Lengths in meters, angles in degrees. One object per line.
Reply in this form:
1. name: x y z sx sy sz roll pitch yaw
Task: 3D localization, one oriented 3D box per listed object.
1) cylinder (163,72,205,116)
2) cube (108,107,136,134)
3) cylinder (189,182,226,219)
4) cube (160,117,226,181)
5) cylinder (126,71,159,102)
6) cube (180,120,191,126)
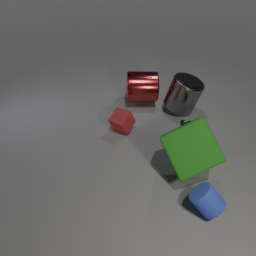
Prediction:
1. cylinder: 2.443 -1.493 12.339 1.400 1.400 1.400 12 40 -10
2. cube: -0.233 -0.286 11.063 0.700 0.700 0.700 19 66 33
3. cylinder: 2.102 1.914 7.425 0.700 0.700 0.700 -40 11 10
4. cube: 1.893 0.596 8.500 1.400 1.400 1.400 -26 -3 7
5. cylinder: 0.649 -1.899 12.897 1.400 1.400 1.400 0 33 -2
6. cube: 2.310 0.191 10.645 0.700 0.700 0.700 7 33 10
